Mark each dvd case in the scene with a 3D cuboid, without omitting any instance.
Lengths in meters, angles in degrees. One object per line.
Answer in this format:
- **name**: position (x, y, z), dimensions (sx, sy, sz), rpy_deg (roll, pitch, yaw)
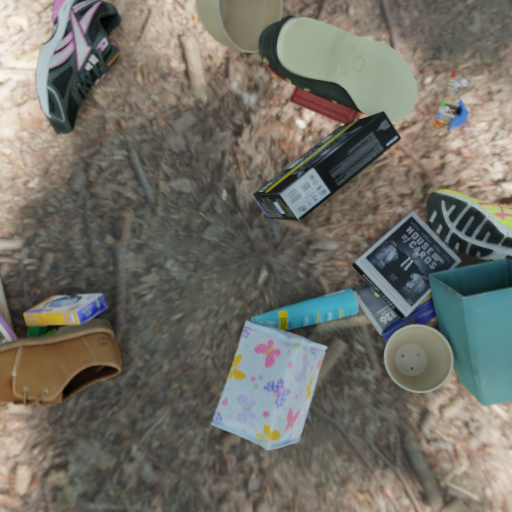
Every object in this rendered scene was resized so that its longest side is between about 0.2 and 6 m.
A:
- **dvd case**: position (2.807, 0.137, 10.385), dimensions (1.799, 0.222, 1.352), rpy_deg (-38, 81, -25)

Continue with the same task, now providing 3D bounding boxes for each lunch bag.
- **lunch bag**: position (0.325, 2.124, 9.286), dimensions (1.323, 2.081, 1.764), rpy_deg (16, 85, 26)

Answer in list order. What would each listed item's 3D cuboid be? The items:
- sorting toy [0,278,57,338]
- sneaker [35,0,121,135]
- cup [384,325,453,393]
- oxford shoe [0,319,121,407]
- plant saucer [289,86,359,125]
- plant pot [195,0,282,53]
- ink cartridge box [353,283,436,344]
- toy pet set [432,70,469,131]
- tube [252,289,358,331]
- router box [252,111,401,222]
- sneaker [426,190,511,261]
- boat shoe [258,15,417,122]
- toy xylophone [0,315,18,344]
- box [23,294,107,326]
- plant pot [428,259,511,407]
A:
- **sorting toy**: position (-5.021, 1.438, 10.277), dimensions (2.818, 0.415, 2.083), rpy_deg (-17, 78, -4)
- **sneaker**: position (-3.407, -3.880, 11.024), dimensions (1.313, 1.222, 3.041), rpy_deg (5, 79, 0)
- **cup**: position (2.809, 1.841, 9.959), dimensions (1.152, 0.824, 1.152), rpy_deg (-1, 77, 5)
- **oxford shoe**: position (-3.788, 2.056, 9.299), dimensions (3.162, 1.128, 1.127), rpy_deg (-18, 59, -22)
- **plant saucer**: position (1.544, -3.417, 10.855), dimensions (1.441, 0.265, 1.443), rpy_deg (17, 122, -17)
- **plant pot**: position (-0.515, -5.001, 11.151), dimensions (1.207, 1.798, 1.798), rpy_deg (18, 76, 40)
- **ink cartridge box**: position (2.632, 0.867, 10.444), dimensions (1.214, 0.289, 1.229), rpy_deg (-31, 77, -12)
- **toy pet set**: position (3.862, -2.837, 10.891), dimensions (0.576, 1.012, 1.084), rpy_deg (20, 79, 13)
- **tube**: position (0.869, 1.056, 10.239), dimensions (1.945, 0.753, 0.490), rpy_deg (-14, 50, -7)
- **router box**: position (1.192, -1.576, 10.139), dimensions (2.345, 1.844, 0.612), rpy_deg (-39, 104, -8)
- **sneaker**: position (4.484, -0.558, 10.496), dimensions (2.681, 1.048, 1.211), rpy_deg (29, 49, 9)
- **boat shoe**: position (1.564, -3.348, 10.072), dimensions (3.310, 1.037, 1.211), rpy_deg (13, 103, -32)
- **toy xylophone**: position (-5.559, 1.726, 9.685), dimensions (2.633, 0.662, 1.928), rpy_deg (-44, 95, -9)
- **box**: position (-3.330, 0.948, 9.940), dimensions (1.340, 0.798, 0.278), rpy_deg (-6, 107, 23)
- **plant pot**: position (4.043, 1.359, 9.613), dimensions (1.506, 1.505, 2.131), rpy_deg (-10, 103, -2)
